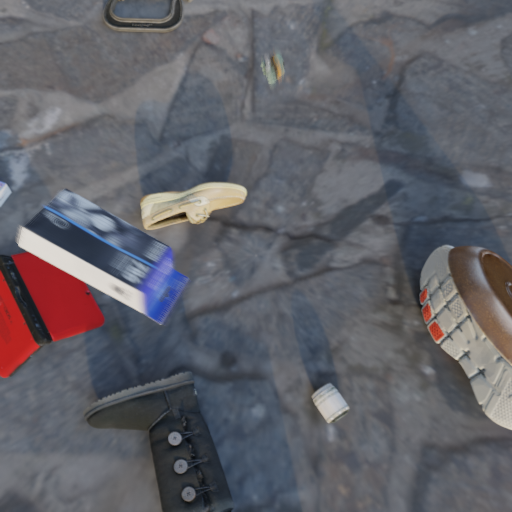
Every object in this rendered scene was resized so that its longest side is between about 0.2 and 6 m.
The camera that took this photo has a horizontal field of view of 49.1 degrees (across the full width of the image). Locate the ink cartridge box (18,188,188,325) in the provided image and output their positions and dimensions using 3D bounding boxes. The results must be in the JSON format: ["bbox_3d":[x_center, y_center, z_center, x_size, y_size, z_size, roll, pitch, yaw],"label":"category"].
[{"bbox_3d":[-1.378,-0.016,5.352,1.510,0.296,0.751,30,39,-5],"label":"ink cartridge box"}]

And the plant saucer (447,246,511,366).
[{"bbox_3d":[3.811,0.762,8.331,2.428,0.389,2.428,31,35,-25],"label":"plant saucer"}]

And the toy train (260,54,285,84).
[{"bbox_3d":[0.259,-2.675,8.026,0.312,0.547,0.233,-29,83,6],"label":"toy train"}]

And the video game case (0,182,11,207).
[{"bbox_3d":[-5.372,-0.966,10.113,1.357,0.308,1.230,20,64,10],"label":"video game case"}]

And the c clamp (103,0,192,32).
[{"bbox_3d":[-2.398,-5.675,12.611,2.063,0.279,1.763,-4,68,-4],"label":"c clamp"}]

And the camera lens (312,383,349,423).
[{"bbox_3d":[1.120,2.224,8.418,0.397,0.397,0.496,-29,66,-14],"label":"camera lens"}]

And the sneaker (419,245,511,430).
[{"bbox_3d":[3.639,1.200,8.779,1.232,1.160,3.010,-2,60,-32],"label":"sneaker"}]

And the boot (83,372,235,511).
[{"bbox_3d":[-1.412,2.898,7.973,1.712,0.682,2.077,-18,69,-7],"label":"boot"}]

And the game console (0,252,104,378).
[{"bbox_3d":[-3.668,0.876,9.247,1.529,1.053,1.774,-42,66,14],"label":"game console"}]

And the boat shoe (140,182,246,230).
[{"bbox_3d":[-1.082,-0.841,9.883,1.889,0.682,0.614,-9,72,-1],"label":"boat shoe"}]

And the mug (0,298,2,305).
[{"bbox_3d":[-3.012,0.233,5.580,0.787,0.887,0.592,-7,68,-7],"label":"mug"}]
